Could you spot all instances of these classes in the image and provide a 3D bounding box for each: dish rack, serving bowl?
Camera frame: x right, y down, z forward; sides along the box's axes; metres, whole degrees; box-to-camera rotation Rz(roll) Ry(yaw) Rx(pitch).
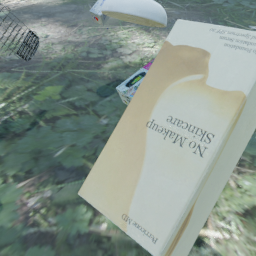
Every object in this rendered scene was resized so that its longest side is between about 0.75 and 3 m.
[{"bbox_3d":[-3.237,-2.569,7.613,0.451,1.652,1.267,-21,44,36],"label":"dish rack"},{"bbox_3d":[0.163,-2.464,5.779,1.399,0.460,1.399,12,16,-3],"label":"serving bowl"}]

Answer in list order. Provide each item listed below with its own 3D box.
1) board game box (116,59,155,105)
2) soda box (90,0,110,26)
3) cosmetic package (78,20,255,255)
[{"bbox_3d":[0.702,-0.715,5.714,1.192,0.519,1.616,-40,45,-12],"label":"board game box"},{"bbox_3d":[-0.624,-4.044,9.101,0.456,0.491,1.438,29,74,17],"label":"soda box"},{"bbox_3d":[0.748,0.087,3.902,1.529,1.033,2.907,25,84,36],"label":"cosmetic package"}]
